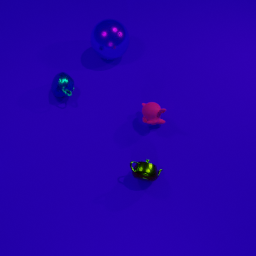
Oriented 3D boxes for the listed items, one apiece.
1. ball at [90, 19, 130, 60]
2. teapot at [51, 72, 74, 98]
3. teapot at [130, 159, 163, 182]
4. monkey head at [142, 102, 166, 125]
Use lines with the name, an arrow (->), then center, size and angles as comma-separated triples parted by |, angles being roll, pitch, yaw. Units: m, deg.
ball -> -0.631, -3.105, 9.847 | 1.382, 1.382, 1.382 | 0, 57, 0
teapot -> -2.090, -1.391, 9.149 | 0.665, 0.844, 1.358 | 17, 27, -36
teapot -> 0.506, 1.134, 7.523 | 1.158, 0.720, 0.567 | 23, 72, -31
monkey head -> 0.807, -0.432, 8.410 | 0.776, 0.650, 1.079 | 6, 10, -33
